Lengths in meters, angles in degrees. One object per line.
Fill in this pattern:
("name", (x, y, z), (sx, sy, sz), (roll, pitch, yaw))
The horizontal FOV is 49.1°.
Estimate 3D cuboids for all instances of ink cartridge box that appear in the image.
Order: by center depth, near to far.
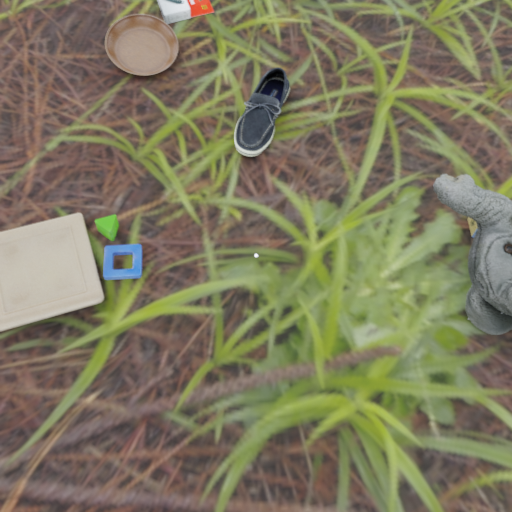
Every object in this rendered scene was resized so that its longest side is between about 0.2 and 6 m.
("ink cartridge box", (-1.588, -5.579, 11.991), (1.068, 0.268, 1.230), (-17, 65, -7))

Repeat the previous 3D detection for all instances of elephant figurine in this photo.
("elephant figurine", (4.021, 0.372, 8.141), (3.106, 2.197, 2.409), (2, 49, -6))

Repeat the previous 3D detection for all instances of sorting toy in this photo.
("sorting toy", (-3.476, 0.275, 9.000), (3.291, 0.448, 1.853), (-16, 61, -14))

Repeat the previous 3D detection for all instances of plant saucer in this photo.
("plant saucer", (-2.275, -4.152, 11.175), (1.421, 0.260, 1.421), (3, 73, -10))

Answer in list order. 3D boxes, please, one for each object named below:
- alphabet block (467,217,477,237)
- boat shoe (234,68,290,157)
("alphabet block", (3.829, -0.555, 9.479), (0.354, 0.356, 0.362), (-2, 64, 0))
("boat shoe", (0.112, -2.703, 10.397), (0.730, 0.609, 1.957), (21, 67, 8))
